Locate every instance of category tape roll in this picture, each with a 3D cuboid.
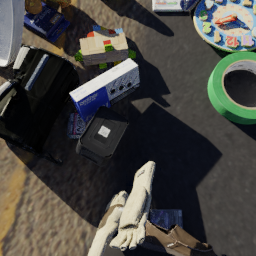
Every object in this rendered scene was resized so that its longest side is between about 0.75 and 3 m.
[{"bbox_3d":[3.979,-1.356,9.421,2.448,0.588,2.448,0,72,-1],"label":"tape roll"}]

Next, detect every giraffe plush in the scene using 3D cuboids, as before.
[{"bbox_3d":[-3.301,-4.882,9.987,1.726,1.837,2.129,-44,68,-9],"label":"giraffe plush"}]

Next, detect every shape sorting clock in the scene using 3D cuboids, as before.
[{"bbox_3d":[3.834,-3.980,10.269,2.815,0.552,2.815,0,73,0],"label":"shape sorting clock"}]

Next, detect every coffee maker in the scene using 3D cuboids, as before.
[{"bbox_3d":[-2.698,-0.715,8.739,2.814,1.973,2.929,31,75,-16],"label":"coffee maker"}]

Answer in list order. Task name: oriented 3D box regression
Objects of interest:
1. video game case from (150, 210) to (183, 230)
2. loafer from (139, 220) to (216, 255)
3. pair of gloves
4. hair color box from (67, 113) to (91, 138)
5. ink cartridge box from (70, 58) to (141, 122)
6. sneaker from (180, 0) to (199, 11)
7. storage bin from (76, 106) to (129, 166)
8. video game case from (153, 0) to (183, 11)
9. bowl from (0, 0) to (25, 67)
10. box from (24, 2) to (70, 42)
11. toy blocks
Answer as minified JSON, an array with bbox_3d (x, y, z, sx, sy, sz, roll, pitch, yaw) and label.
[{"bbox_3d":[1.148,2.799,8.367,0.966,0.092,0.690,0,72,1],"label":"video game case"},{"bbox_3d":[1.375,3.128,7.814,2.217,0.810,0.787,13,84,3],"label":"loafer"},{"bbox_3d":[-0.141,2.297,7.103,0.463,2.641,2.245,33,38,-9],"label":"pair of gloves"},{"bbox_3d":[-1.140,-0.078,9.064,1.546,0.468,0.773,0,72,1],"label":"hair color box"},{"bbox_3d":[-0.635,-1.160,8.646,2.172,1.021,0.480,-33,57,-15],"label":"ink cartridge box"},{"bbox_3d":[2.343,-5.184,10.659,0.935,0.654,1.619,38,69,15],"label":"sneaker"},{"bbox_3d":[-0.735,0.222,8.140,1.005,0.697,1.486,29,56,-3],"label":"storage bin"},{"bbox_3d":[1.526,-4.964,10.798,1.160,0.137,1.056,-1,72,0],"label":"video game case"},{"bbox_3d":[-4.583,-3.768,9.378,2.781,2.777,1.038,30,35,12],"label":"bowl"},{"bbox_3d":[-3.179,-4.058,10.441,1.808,0.293,1.095,32,75,8],"label":"box"},{"bbox_3d":[-0.880,-2.996,9.846,2.070,1.034,1.415,-10,61,-4],"label":"toy blocks"}]
